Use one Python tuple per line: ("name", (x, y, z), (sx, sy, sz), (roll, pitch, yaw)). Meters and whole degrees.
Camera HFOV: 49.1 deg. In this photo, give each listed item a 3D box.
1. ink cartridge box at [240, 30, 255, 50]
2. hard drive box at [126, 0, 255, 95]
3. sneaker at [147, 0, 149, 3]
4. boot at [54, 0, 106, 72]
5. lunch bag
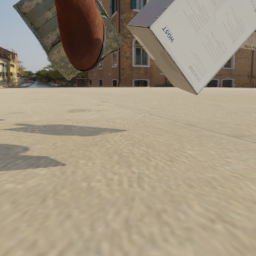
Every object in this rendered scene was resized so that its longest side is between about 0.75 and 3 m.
("ink cartridge box", (3.017, -2.566, 7.624), (1.886, 0.396, 1.125), (24, 2, 31))
("hard drive box", (1.163, -1.732, 4.435), (1.465, 1.879, 0.722), (44, -3, -34))
("sneaker", (0.893, -3.158, 8.288), (0.938, 1.687, 2.412), (5, -23, 1))
("boot", (-1.214, -2.459, 4.571), (1.012, 2.781, 2.955), (5, 6, 12))
("lunch bag", (-1.734, -3.193, 8.904), (2.299, 2.803, 1.648), (-32, 15, 7))
